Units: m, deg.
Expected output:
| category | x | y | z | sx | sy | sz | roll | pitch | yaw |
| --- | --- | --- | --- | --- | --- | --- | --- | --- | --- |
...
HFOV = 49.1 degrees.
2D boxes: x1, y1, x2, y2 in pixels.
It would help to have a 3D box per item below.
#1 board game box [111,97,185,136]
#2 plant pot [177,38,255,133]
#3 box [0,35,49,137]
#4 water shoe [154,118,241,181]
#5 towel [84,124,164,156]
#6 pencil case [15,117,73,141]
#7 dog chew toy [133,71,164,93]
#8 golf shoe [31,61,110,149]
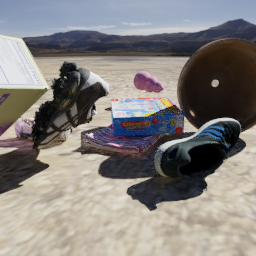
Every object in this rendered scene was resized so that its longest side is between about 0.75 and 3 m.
| category | x | y | z | sx | sy | sz | roll | pitch | yaw |
| --- | --- | --- | --- | --- | --- | --- | --- | --- | --- |
| board game box | 0.475 | -0.396 | 8.265 | 1.909 | 0.545 | 1.949 | -3 | 21 | -5 |
| plant pot | 2.703 | -1.208 | 8.116 | 2.680 | 2.680 | 1.237 | 0 | 19 | 1 |
| box | -3.697 | -0.637 | 5.645 | 2.615 | 1.437 | 2.973 | -36 | -11 | 28 |
| water shoe | 1.734 | 0.491 | 5.829 | 2.491 | 0.891 | 0.983 | -22 | 20 | -29 |
| towel | 0.019 | 0.153 | 7.799 | 1.624 | 0.332 | 2.219 | 9 | 19 | 24 |
| pencil case | -2.361 | -0.011 | 7.757 | 1.563 | 0.608 | 0.699 | 2 | 48 | 6 |
| dog chew toy | 0.898 | -1.885 | 11.925 | 1.316 | 0.820 | 0.820 | 26 | 26 | 18 |
| golf shoe | -1.427 | -0.264 | 6.617 | 1.275 | 2.698 | 1.049 | 14 | 48 | -33 |
